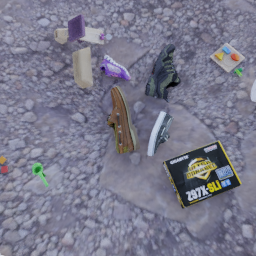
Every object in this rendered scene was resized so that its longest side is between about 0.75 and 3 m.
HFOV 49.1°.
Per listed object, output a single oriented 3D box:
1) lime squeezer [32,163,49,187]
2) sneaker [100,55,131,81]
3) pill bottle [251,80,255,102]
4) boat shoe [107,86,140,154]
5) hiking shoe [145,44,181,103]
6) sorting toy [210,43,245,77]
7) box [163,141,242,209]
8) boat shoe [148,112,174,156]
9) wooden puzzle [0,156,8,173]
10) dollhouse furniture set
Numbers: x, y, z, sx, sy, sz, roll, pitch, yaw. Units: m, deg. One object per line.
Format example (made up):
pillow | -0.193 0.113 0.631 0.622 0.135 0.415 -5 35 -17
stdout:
lime squeezer | -2.915 1.498 9.208 0.360 1.908 0.674 -19 96 -19
sneaker | -0.567 -2.321 11.491 1.504 0.605 0.665 38 80 18
pill bottle | 5.912 -1.307 10.710 2.062 1.233 1.233 11 69 4
boat shoe | -0.352 -0.351 10.484 0.905 0.957 2.661 -15 69 -7
hiking shoe | 1.590 -2.215 11.347 1.231 0.926 2.445 23 79 -1
sorting toy | 4.405 -2.856 11.845 1.146 0.228 1.550 -39 73 -14
box | 2.590 1.636 9.950 2.204 0.544 1.760 -19 72 -7
boat shoe | 1.245 0.221 10.409 0.664 0.674 1.871 17 68 11
wooden puzzle | -5.430 1.505 10.201 2.022 0.142 1.199 -28 71 -10
dollhouse furniture set | -1.710 -2.986 11.930 1.917 2.140 2.700 -5 91 -44
